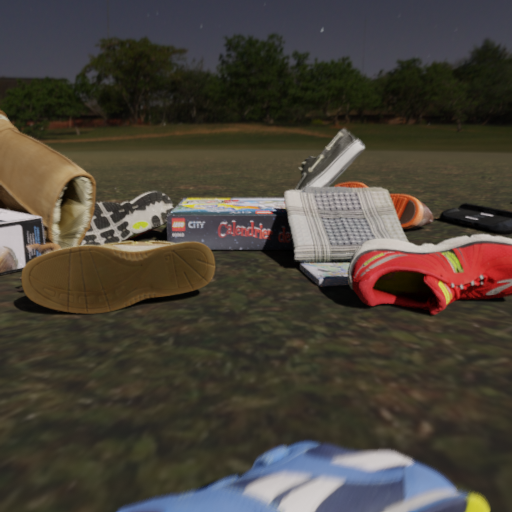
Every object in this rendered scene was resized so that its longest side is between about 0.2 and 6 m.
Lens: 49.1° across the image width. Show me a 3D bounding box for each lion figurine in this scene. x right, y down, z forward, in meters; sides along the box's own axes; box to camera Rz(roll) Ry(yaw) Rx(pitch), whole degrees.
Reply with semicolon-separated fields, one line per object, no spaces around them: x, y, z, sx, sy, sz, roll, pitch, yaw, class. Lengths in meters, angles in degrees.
-2.953;0.143;7.971;0.402;1.108;0.679;48;42;13;lion figurine

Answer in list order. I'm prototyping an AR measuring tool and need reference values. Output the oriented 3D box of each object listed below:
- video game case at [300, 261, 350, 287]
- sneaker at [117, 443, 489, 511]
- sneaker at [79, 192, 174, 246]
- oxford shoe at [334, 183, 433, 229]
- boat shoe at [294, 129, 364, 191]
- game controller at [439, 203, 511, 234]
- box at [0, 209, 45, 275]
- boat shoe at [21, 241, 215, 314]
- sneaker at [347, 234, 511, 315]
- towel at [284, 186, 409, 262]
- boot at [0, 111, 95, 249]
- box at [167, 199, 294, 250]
1.402;0.265;9.014;1.162;0.128;1.059;-3;14;-11;video game case
0.126;1.449;2.898;2.068;0.765;0.851;3;9;-17;sneaker
-2.861;-0.601;11.518;2.445;0.941;1.038;-15;-7;-33;sneaker
2.910;-1.107;13.474;1.003;0.981;2.752;10;9;-44;oxford shoe
1.578;-2.156;14.590;0.859;2.697;0.953;46;-3;9;boat shoe
5.407;-0.855;13.310;1.132;0.457;2.171;-20;19;-18;game controller
-5.118;-0.100;8.915;1.705;0.879;2.923;11;17;38;box
-1.858;0.265;7.697;2.501;0.926;0.830;-3;1;-20;boat shoe
2.512;0.377;7.448;2.545;0.980;1.080;-3;29;7;sneaker
1.592;-0.669;10.107;2.094;0.376;2.174;-2;38;-2;towel
-4.642;-0.990;10.875;3.489;3.055;1.154;36;36;28;boot
0.163;-0.720;11.845;3.746;0.706;2.558;0;14;0;box
